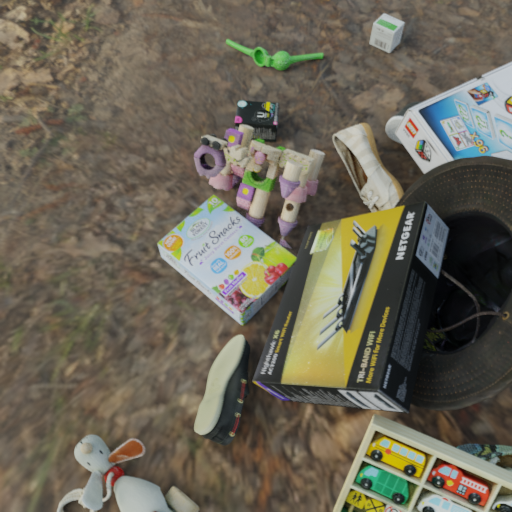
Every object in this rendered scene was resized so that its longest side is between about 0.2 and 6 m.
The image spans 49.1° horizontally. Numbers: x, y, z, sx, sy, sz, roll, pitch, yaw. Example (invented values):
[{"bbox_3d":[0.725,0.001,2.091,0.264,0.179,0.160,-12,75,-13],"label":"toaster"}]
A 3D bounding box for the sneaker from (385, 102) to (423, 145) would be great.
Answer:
[{"bbox_3d":[3.831,-2.508,11.550,2.198,0.777,1.090,28,50,6],"label":"sneaker"}]

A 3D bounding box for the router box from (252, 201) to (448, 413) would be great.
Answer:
[{"bbox_3d":[1.469,0.768,8.708,2.405,0.799,3.059,-11,49,47],"label":"router box"}]

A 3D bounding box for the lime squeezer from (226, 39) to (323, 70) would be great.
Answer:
[{"bbox_3d":[0.350,-4.716,13.042,2.357,0.445,0.832,11,60,7],"label":"lime squeezer"}]

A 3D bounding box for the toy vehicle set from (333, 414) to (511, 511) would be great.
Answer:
[{"bbox_3d":[2.570,3.478,7.655,2.695,0.357,1.674,21,103,12],"label":"toy vehicle set"}]

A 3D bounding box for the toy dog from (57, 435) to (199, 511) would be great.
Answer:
[{"bbox_3d":[-1.857,3.350,7.942,2.087,1.005,1.376,16,61,9],"label":"toy dog"}]

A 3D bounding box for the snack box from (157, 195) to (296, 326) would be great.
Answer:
[{"bbox_3d":[-0.520,0.035,10.154,2.097,0.556,1.492,38,67,20],"label":"snack box"}]

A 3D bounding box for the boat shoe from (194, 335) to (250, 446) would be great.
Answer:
[{"bbox_3d":[-0.434,2.110,8.963,0.571,0.667,1.823,38,46,-23],"label":"boat shoe"}]

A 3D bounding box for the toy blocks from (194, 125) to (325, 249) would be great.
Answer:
[{"bbox_3d":[-0.022,-1.208,10.260,1.950,1.756,2.086,22,24,10],"label":"toy blocks"}]

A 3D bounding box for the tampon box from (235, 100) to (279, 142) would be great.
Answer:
[{"bbox_3d":[0.017,-2.847,11.859,0.882,0.557,0.661,4,60,2],"label":"tampon box"}]

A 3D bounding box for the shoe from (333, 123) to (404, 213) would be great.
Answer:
[{"bbox_3d":[2.151,-1.428,10.754,0.692,0.907,2.593,-8,62,-15],"label":"shoe"}]

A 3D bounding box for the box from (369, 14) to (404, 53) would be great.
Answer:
[{"bbox_3d":[3.094,-5.269,13.265,0.586,0.589,0.505,33,63,19],"label":"box"}]

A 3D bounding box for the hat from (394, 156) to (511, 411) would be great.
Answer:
[{"bbox_3d":[3.418,0.517,8.739,1.580,3.917,3.917,19,54,-29],"label":"hat"}]

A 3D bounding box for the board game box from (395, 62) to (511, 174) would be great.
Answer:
[{"bbox_3d":[5.298,-1.074,10.091,3.230,0.886,5.117,-26,74,-15],"label":"board game box"}]

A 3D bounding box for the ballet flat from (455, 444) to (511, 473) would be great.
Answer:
[{"bbox_3d":[4.148,3.203,8.009,2.826,1.049,1.049,-5,60,1],"label":"ballet flat"}]
